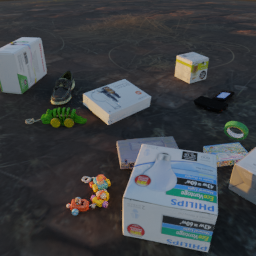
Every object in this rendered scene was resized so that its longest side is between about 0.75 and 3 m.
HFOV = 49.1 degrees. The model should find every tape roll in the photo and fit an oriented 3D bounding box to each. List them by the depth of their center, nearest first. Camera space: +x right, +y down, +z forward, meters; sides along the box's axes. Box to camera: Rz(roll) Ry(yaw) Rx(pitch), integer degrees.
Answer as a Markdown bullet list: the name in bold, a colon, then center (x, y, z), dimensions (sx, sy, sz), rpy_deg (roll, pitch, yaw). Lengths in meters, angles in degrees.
- **tape roll**: center (4.008, 0.100, 10.394), dimensions (0.843, 0.843, 0.203), rpy_deg (18, 57, 26)

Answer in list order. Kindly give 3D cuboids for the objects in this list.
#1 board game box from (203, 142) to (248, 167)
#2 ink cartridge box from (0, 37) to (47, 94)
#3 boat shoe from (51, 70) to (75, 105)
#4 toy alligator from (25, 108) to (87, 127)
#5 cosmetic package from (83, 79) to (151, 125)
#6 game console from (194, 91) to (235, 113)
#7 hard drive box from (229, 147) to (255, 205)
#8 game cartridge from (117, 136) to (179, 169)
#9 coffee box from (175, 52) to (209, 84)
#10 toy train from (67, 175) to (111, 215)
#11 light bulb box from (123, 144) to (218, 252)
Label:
- **board game box**: center (3.496, 0.928, 9.900), dimensions (1.391, 0.238, 0.935), rpy_deg (-5, 32, -8)
- **ink cartridge box**: center (-5.667, -3.429, 15.020), dimensions (1.237, 2.134, 2.947), rpy_deg (6, 33, 9)
- **boat shoe**: center (-3.280, -2.082, 14.044), dimensions (0.984, 0.905, 2.753), rpy_deg (1, 32, 2)
- **toy alligator**: center (-3.066, -0.517, 11.743), dimensions (2.634, 0.715, 0.781), rpy_deg (1, 32, 1)
- **cosmetic package**: center (-0.486, -1.263, 12.771), dimensions (2.503, 0.647, 1.887), rpy_deg (-27, 52, -34)
- **game console**: center (4.297, -1.392, 13.541), dimensions (1.406, 0.287, 2.383), rpy_deg (25, 39, 33)
- **hard drive box**: center (4.745, 1.377, 8.424), dimensions (2.704, 1.039, 2.108), rpy_deg (-25, 40, -34)
- **game cartridge**: center (0.722, 0.848, 9.933), dimensions (2.149, 0.412, 1.393), rpy_deg (-4, 28, -6)
- **coffee box**: center (3.576, -3.405, 15.788), dimensions (1.289, 1.277, 1.291), rpy_deg (-19, 37, -27)
- **toy train**: center (-1.110, 1.853, 8.257), dimensions (1.165, 0.431, 1.551), rpy_deg (4, 33, 5)
- **light bulb box**: center (1.167, 1.746, 7.510), dimensions (2.221, 1.398, 2.241), rpy_deg (7, 33, 11)
